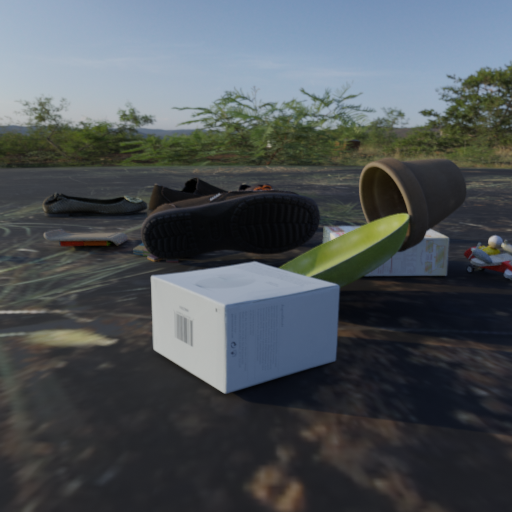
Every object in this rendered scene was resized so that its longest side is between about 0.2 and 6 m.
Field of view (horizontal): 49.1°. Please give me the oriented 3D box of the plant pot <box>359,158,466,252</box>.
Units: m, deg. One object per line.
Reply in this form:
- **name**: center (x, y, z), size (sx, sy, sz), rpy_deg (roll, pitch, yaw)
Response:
- **plant pot**: center (2.152, -0.792, 7.468), size (1.085, 1.245, 1.245), rpy_deg (-19, 17, -15)

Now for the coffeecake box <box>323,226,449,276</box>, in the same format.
- **coffeecake box**: center (1.985, -0.100, 8.900), size (1.698, 0.620, 1.304), rpy_deg (0, 11, -1)

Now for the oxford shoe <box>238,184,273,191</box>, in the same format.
- **oxford shoe**: center (0.103, -0.983, 12.072), size (1.073, 1.094, 3.015), rpy_deg (-5, 12, -23)

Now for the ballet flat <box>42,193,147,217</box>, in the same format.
- **ballet flat**: center (-4.462, -1.471, 15.606), size (2.809, 0.651, 0.946), rpy_deg (-3, 12, -15)

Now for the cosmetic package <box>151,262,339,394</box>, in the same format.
- **cosmetic package**: center (-0.119, 0.580, 5.163), size (1.256, 0.772, 1.252), rpy_deg (-9, 14, -36)

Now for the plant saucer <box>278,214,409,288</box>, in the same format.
- **plant saucer**: center (0.956, 0.096, 6.940), size (2.127, 0.330, 2.127), rpy_deg (-27, 6, 3)

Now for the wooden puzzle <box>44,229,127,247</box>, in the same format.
- **wooden puzzle**: center (-3.293, -0.330, 10.966), size (1.372, 0.256, 1.270), rpy_deg (4, 7, -5)

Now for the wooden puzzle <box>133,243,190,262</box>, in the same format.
- **wooden puzzle**: center (-1.571, -0.168, 10.232), size (0.996, 0.118, 1.680), rpy_deg (7, 20, 16)

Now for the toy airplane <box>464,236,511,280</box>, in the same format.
- **toy airplane**: center (3.603, 0.015, 8.378), size (0.869, 0.616, 0.873), rpy_deg (4, 11, 14)

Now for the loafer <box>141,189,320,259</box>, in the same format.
- **loafer**: center (-0.434, -0.715, 9.717), size (3.081, 1.125, 1.094), rpy_deg (-3, 29, -10)

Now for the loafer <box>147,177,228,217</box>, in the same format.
- **loafer**: center (-1.416, -1.542, 14.861), size (3.031, 1.081, 1.106), rpy_deg (-8, 14, -35)
